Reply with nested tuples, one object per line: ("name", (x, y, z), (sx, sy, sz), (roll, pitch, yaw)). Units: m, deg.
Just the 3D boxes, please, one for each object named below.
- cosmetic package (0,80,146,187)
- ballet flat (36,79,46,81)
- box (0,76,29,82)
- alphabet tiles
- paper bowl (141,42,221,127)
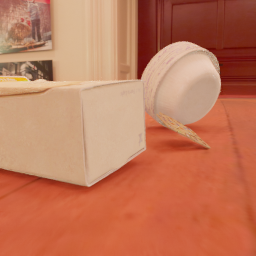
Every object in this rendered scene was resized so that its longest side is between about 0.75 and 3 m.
("cosmetic package", (-1.330, -0.123, 3.916), (2.854, 1.043, 1.477), (3, 13, 27))
("ballet flat", (-1.923, -0.434, 5.537), (2.916, 0.978, 0.974), (-7, 13, 17))
("box", (-3.218, -0.672, 7.163), (0.913, 1.013, 1.802), (44, 25, 14))
("alphabet tiles", (0.945, -0.015, 5.200), (0.906, 0.041, 1.084), (25, 14, -18))
("paper bowl", (1.424, -0.956, 6.973), (2.126, 2.126, 1.106), (-6, 33, -35))
